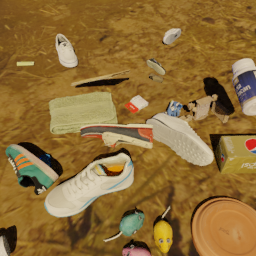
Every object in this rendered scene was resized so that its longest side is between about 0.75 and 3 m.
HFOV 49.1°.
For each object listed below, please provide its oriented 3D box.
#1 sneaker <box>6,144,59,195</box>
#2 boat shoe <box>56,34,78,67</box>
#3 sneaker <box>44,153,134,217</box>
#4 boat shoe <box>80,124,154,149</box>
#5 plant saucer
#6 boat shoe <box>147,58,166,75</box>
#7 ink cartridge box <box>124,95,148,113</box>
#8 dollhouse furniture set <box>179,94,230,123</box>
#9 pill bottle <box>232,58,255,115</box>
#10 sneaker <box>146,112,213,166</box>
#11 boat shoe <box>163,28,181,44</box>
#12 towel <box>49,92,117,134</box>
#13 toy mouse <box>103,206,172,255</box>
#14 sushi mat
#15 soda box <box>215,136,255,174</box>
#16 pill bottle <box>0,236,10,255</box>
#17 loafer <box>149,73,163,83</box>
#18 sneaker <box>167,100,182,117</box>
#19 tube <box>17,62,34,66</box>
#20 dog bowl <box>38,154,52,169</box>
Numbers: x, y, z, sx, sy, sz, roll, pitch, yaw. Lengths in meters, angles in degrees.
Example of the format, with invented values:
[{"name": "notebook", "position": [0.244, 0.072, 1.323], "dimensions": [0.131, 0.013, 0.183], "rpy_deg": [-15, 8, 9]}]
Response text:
[{"name": "sneaker", "position": [-3.445, 1.348, 9.292], "dimensions": [2.385, 0.851, 0.953], "rpy_deg": [25, 60, 30]}, {"name": "boat shoe", "position": [-3.220, -3.961, 14.219], "dimensions": [0.884, 0.785, 2.403], "rpy_deg": [-22, 51, -19]}, {"name": "sneaker", "position": [-1.206, 1.685, 8.749], "dimensions": [2.978, 1.203, 1.139], "rpy_deg": [-24, 53, -20]}, {"name": "boat shoe", "position": [-0.431, 0.300, 10.258], "dimensions": [2.746, 0.977, 0.859], "rpy_deg": [1, 85, 4]}, {"name": "plant saucer", "position": [2.994, 3.037, 8.074], "dimensions": [2.277, 0.367, 2.277], "rpy_deg": [0, 47, 0]}, {"name": "boat shoe", "position": [1.440, -3.019, 13.576], "dimensions": [0.430, 0.457, 1.273], "rpy_deg": [-30, 52, -19]}, {"name": "ink cartridge box", "position": [0.350, -1.024, 11.931], "dimensions": [0.806, 0.230, 0.655], "rpy_deg": [-27, 53, -28]}, {"name": "dollhouse furniture set", "position": [3.025, -0.558, 10.989], "dimensions": [1.842, 0.955, 0.815], "rpy_deg": [-19, 49, -17]}, {"name": "pill bottle", "position": [3.976, -1.370, 9.118], "dimensions": [0.967, 0.967, 1.741], "rpy_deg": [-5, 62, -5]}, {"name": "sneaker", "position": [2.008, 0.263, 10.236], "dimensions": [2.802, 1.070, 1.128], "rpy_deg": [37, 48, 28]}, {"name": "boat shoe", "position": [2.316, -5.080, 15.457], "dimensions": [0.545, 0.614, 1.669], "rpy_deg": [26, 42, 27]}, {"name": "towel", "position": [-1.851, -0.691, 11.415], "dimensions": [2.684, 0.490, 1.991], "rpy_deg": [-10, 47, -9]}, {"name": "toy mouse", "position": [0.283, 3.117, 7.943], "dimensions": [1.985, 0.432, 2.233], "rpy_deg": [2, 47, 2]}, {"name": "sushi mat", "position": [-1.165, -2.053, 11.552], "dimensions": [2.509, 0.152, 1.200], "rpy_deg": [-2, 16, 41]}, {"name": "soda box", "position": [4.614, 0.906, 9.590], "dimensions": [2.957, 1.001, 0.946], "rpy_deg": [0, 47, -1]}, {"name": "pill bottle", "position": [-3.884, 3.425, 7.470], "dimensions": [1.266, 0.717, 0.717], "rpy_deg": [-19, 50, -17]}, {"name": "loafer", "position": [1.286, -2.292, 13.039], "dimensions": [0.807, 0.307, 0.272], "rpy_deg": [29, 54, 36]}, {"name": "sneaker", "position": [1.870, -0.653, 11.413], "dimensions": [0.511, 0.459, 1.243], "rpy_deg": [17, 51, 13]}, {"name": "tube", "position": [-5.099, -3.196, 13.942], "dimensions": [0.797, 0.207, 0.231], "rpy_deg": [-5, 86, -9]}, {"name": "dog bowl", "position": [-2.892, 1.274, 9.810], "dimensions": [0.430, 0.191, 0.771], "rpy_deg": [-14, 50, -12]}]
